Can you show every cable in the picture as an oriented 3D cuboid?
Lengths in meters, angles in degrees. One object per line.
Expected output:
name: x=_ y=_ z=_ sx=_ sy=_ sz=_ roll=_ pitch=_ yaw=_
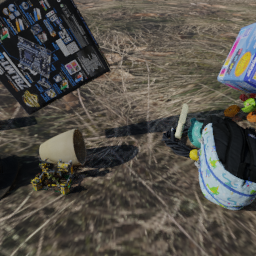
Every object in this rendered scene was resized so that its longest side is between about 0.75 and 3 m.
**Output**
cable: x=1.618 y=0.344 z=7.428 sx=1.209 sy=0.377 sz=1.482 roll=-16 pitch=37 yaw=-29

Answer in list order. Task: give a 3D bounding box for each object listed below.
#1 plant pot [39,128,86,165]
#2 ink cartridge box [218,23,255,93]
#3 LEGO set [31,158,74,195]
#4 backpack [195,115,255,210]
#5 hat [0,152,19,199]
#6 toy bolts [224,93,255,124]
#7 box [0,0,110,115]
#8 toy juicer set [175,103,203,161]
plant pot: x=-1.617 y=0.524 z=6.831 sx=0.955 sy=0.894 sz=0.894 roll=-10 pitch=31 yaw=9
ink cartridge box: x=3.174 y=-1.654 z=6.568 sx=0.877 sy=1.568 sz=2.298 roll=22 pitch=8 yaw=-8
LEGO set: x=-1.654 y=1.008 z=6.200 sx=0.986 sy=0.572 sz=0.759 roll=10 pitch=33 yaw=15
backpack: x=2.217 y=0.753 z=5.937 sx=1.571 sy=1.480 sz=1.925 roll=25 pitch=21 yaw=-4
hat: x=-3.469 y=0.855 z=6.223 sx=2.056 sy=0.829 sz=2.056 roll=1 pitch=32 yaw=-1
toy bolts: x=3.769 y=-0.524 z=8.798 sx=1.133 sy=0.822 sz=1.186 roll=-26 pitch=19 yaw=47
box: x=-1.970 y=-1.789 z=6.345 sx=2.348 sy=2.366 sz=0.588 roll=-28 pitch=29 yaw=9
toy juicer set: x=1.734 y=0.297 z=7.017 sx=1.658 sy=0.451 sz=1.055 roll=39 pitch=70 yaw=3
